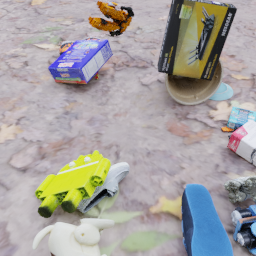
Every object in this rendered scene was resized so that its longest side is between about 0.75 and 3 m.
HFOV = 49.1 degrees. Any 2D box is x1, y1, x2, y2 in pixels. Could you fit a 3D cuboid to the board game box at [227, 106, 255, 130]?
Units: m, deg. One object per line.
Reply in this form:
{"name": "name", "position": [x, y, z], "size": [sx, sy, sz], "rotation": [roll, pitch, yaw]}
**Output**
{"name": "board game box", "position": [4.756, -0.355, 11.667], "size": [1.015, 0.315, 1.344], "rotation": [17, 37, 19]}

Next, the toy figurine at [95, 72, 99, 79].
{"name": "toy figurine", "position": [-1.950, -3.021, 14.732], "size": [0.737, 0.649, 1.229], "rotation": [-7, 39, 0]}

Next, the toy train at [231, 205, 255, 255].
{"name": "toy train", "position": [3.973, 2.629, 7.737], "size": [2.321, 1.006, 1.326], "rotation": [-8, 32, -7]}

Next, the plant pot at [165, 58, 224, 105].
{"name": "plant pot", "position": [2.774, -2.753, 13.207], "size": [2.617, 2.617, 2.396], "rotation": [-4, 28, -5]}

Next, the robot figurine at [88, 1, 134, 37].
{"name": "robot figurine", "position": [-0.587, -4.321, 11.064], "size": [1.942, 1.408, 0.565], "rotation": [-11, 59, -53]}

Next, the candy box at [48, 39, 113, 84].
{"name": "candy box", "position": [-2.363, -3.397, 14.173], "size": [2.190, 0.998, 2.591], "rotation": [10, 49, 33]}

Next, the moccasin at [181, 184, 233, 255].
{"name": "moccasin", "position": [2.022, 2.904, 7.374], "size": [1.200, 1.017, 2.983], "rotation": [8, 42, -1]}

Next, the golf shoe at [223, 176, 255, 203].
{"name": "golf shoe", "position": [3.841, 1.666, 8.052], "size": [1.110, 0.894, 2.282], "rotation": [-16, -2, -20]}

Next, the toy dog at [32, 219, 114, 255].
{"name": "toy dog", "position": [-1.174, 3.257, 6.459], "size": [2.000, 1.439, 2.063], "rotation": [15, 53, -27]}

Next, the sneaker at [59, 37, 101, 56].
{"name": "sneaker", "position": [-2.708, -4.454, 16.284], "size": [2.610, 1.012, 1.462], "rotation": [-9, 44, 5]}

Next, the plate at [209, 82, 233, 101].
{"name": "plate", "position": [4.238, -1.936, 13.712], "size": [1.823, 0.233, 1.823], "rotation": [-1, 40, 1]}

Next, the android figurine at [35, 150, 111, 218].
{"name": "android figurine", "position": [-1.611, 1.553, 8.552], "size": [2.462, 0.555, 2.705], "rotation": [-18, 22, 25]}

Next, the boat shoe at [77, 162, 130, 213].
{"name": "boat shoe", "position": [-0.705, 1.902, 8.820], "size": [2.159, 0.753, 0.769], "rotation": [-31, 55, -24]}

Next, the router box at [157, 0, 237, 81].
{"name": "router box", "position": [2.351, -3.170, 10.052], "size": [2.100, 2.671, 0.698], "rotation": [8, 36, -2]}

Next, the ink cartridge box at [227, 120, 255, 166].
{"name": "ink cartridge box", "position": [4.783, 0.661, 10.139], "size": [1.296, 0.755, 1.791], "rotation": [-28, 51, -29]}

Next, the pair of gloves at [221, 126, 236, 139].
{"name": "pair of gloves", "position": [4.251, 0.203, 11.254], "size": [0.785, 0.109, 0.881], "rotation": [-8, 42, -13]}
